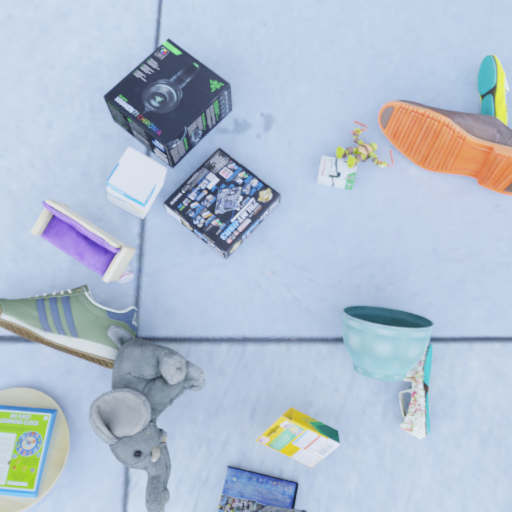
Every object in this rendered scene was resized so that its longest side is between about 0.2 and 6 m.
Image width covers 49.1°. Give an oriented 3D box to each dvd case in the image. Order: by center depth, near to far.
[{"bbox_3d":[-0.083,4.853,9.918,1.354,0.167,1.898,12,71,3],"label":"dvd case"}]

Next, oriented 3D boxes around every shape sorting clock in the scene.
[{"bbox_3d":[-4.512,3.533,10.229,2.246,0.441,2.246,-2,67,4],"label":"shape sorting clock"}]

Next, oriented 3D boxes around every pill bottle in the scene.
[{"bbox_3d":[-2.772,0.229,11.430,0.349,0.349,0.615,-26,75,-9],"label":"pill bottle"}]

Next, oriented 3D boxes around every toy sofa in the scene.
[{"bbox_3d":[-3.412,-0.293,10.896,1.917,0.935,0.794,32,92,10],"label":"toy sofa"}]

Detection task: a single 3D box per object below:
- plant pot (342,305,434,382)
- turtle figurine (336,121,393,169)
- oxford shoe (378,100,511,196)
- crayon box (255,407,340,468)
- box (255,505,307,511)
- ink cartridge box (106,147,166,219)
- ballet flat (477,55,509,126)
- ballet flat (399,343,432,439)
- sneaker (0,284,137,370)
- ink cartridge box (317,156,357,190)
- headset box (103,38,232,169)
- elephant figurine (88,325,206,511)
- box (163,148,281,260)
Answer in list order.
[{"bbox_3d":[2.359,1.651,10.417,1.667,1.667,1.117,7,98,2],"label":"plant pot"},{"bbox_3d":[2.262,-2.323,12.252,1.120,0.447,1.389,-24,72,-32],"label":"turtle figurine"},{"bbox_3d":[4.393,-2.529,12.134,3.605,1.285,1.314,27,52,5],"label":"oxford shoe"},{"bbox_3d":[0.726,3.181,9.909,1.294,0.814,0.334,31,28,-19],"label":"crayon box"},{"bbox_3d":[0.233,4.489,8.999,0.942,0.935,0.581,-5,80,-44],"label":"box"},{"bbox_3d":[-2.466,-1.464,11.494,0.881,1.217,0.896,29,73,-6],"label":"ink cartridge box"},{"bbox_3d":[5.443,-3.647,12.754,0.638,0.636,1.904,12,72,-19],"label":"ballet flat"},{"bbox_3d":[2.989,2.486,10.543,0.578,0.684,1.808,-1,65,25],"label":"ballet flat"},{"bbox_3d":[-3.672,1.132,10.868,2.930,0.982,1.315,19,65,5],"label":"sneaker"},{"bbox_3d":[1.757,-1.807,12.178,0.786,0.327,0.576,10,71,4],"label":"ink cartridge box"},{"bbox_3d":[-1.839,-3.418,12.383,1.912,1.018,2.196,40,75,13],"label":"headset box"},{"bbox_3d":[-2.061,2.769,9.626,1.885,1.719,2.430,7,59,42],"label":"elephant figurine"},{"bbox_3d":[-0.708,-1.138,11.883,1.794,0.449,1.807,38,74,12],"label":"box"}]
